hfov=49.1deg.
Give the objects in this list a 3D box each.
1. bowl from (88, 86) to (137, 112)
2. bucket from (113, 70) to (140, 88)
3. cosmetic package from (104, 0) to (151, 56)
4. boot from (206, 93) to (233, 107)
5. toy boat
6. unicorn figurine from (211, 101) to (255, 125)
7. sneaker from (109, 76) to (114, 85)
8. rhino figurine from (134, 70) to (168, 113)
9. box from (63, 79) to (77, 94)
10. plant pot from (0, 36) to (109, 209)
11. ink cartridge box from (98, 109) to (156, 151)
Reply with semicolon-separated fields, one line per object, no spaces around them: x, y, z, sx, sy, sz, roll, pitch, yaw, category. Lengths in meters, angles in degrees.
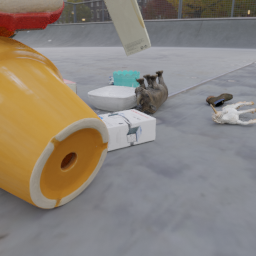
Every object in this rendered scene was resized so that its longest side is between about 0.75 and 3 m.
-0.455;-1.098;10.588;1.757;0.656;1.754;12;23;28;bowl
-0.068;-2.245;13.426;1.392;0.905;1.392;0;19;0;bucket
-0.094;-3.291;7.796;0.783;2.202;1.158;-18;44;10;cosmetic package
3.682;-1.038;10.928;1.145;0.428;0.555;-11;34;-10;boot
-2.313;-2.377;5.072;1.585;1.588;2.429;-20;63;-38;toy boat
3.353;-0.454;8.905;1.343;0.722;1.955;-5;3;17;unicorn figurine
-0.880;-2.582;15.129;0.368;0.406;0.954;-6;21;-16;sneaker
0.818;-1.207;9.991;0.890;1.302;2.977;-10;15;22;rhino figurine
-2.858;-1.425;11.105;1.064;0.907;1.665;-14;24;-35;box
-1.762;0.034;4.986;2.439;2.664;2.664;29;32;28;plant pot
-0.185;0.020;7.447;1.530;0.657;1.120;-13;23;-30;ink cartridge box
